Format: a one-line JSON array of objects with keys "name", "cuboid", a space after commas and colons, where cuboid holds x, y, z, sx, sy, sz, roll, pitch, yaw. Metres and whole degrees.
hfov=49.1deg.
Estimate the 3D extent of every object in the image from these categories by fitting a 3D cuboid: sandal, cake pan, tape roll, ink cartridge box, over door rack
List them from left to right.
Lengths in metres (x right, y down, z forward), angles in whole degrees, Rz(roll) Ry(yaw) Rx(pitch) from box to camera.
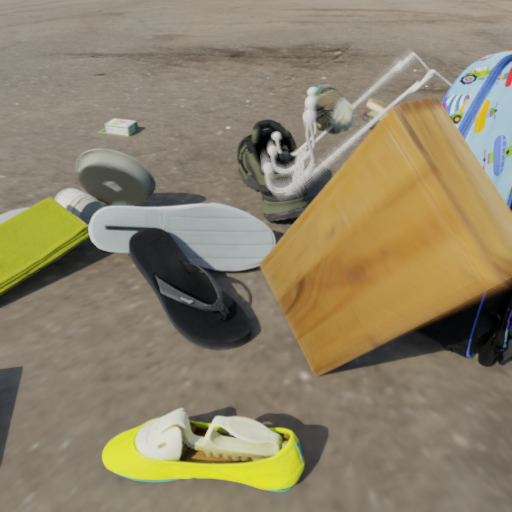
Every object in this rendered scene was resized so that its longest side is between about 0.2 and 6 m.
[{"name": "tape roll", "cuboid": [-4.207, -0.345, 10.324, 1.520, 0.502, 1.520, 0, 32, 0]}, {"name": "cake pan", "cuboid": [-2.718, -1.434, 10.741, 1.538, 1.538, 0.282, 6, 59, 9]}, {"name": "ink cartridge box", "cuboid": [-3.872, -3.592, 15.610, 1.005, 0.298, 0.522, 10, 34, 15]}, {"name": "sandal", "cuboid": [-1.096, 0.445, 8.490, 0.974, 0.548, 2.560, -32, 64, -34]}, {"name": "over door rack", "cuboid": [1.535, -2.488, 9.578, 3.195, 1.064, 2.360, -28, 20, 19]}]

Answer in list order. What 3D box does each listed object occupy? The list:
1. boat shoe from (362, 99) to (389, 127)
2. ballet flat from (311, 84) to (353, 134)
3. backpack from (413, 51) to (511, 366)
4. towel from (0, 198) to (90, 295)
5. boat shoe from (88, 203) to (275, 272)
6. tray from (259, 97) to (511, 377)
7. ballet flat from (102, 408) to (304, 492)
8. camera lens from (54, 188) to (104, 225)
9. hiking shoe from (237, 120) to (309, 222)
[{"name": "boat shoe", "cuboid": [3.761, -3.393, 14.934, 2.188, 0.709, 0.787, 40, 38, 21]}, {"name": "ballet flat", "cuboid": [1.503, -2.751, 10.786, 0.806, 0.726, 2.140, 29, 6, 6]}, {"name": "backpack", "cuboid": [3.355, -1.071, 8.159, 2.714, 4.034, 3.683, 27, 42, 35]}, {"name": "towel", "cuboid": [-4.374, 0.078, 9.156, 1.372, 0.288, 3.189, 35, 55, 26]}, {"name": "boat shoe", "cuboid": [-1.263, -0.412, 9.843, 3.190, 1.148, 0.989, 8, 3, -6]}, {"name": "tray", "cuboid": [1.226, 0.088, 6.405, 0.671, 3.623, 1.787, -19, 74, -26]}, {"name": "ballet flat", "cuboid": [-0.613, 2.085, 6.256, 2.312, 0.775, 0.772, 4, 33, 7]}, {"name": "camera lens", "cuboid": [-3.480, -0.902, 10.994, 0.891, 0.713, 0.713, 23, 39, 32]}, {"name": "hiking shoe", "cuboid": [0.367, -2.180, 11.998, 1.315, 1.748, 3.473, -10, 33, -11]}]
